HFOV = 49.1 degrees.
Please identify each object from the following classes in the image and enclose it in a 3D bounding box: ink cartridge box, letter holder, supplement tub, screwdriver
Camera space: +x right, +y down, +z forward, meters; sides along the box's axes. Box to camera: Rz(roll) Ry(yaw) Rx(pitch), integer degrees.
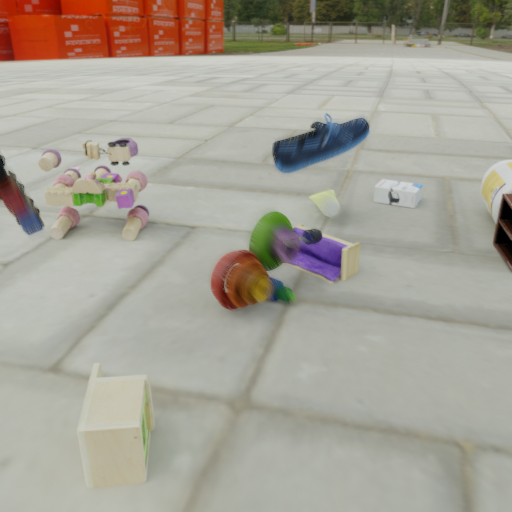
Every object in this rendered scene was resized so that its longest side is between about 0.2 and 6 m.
[{"bbox_3d":[3.155,-1.387,12.452,0.922,0.386,0.669,12,27,25],"label":"ink cartridge box"},{"bbox_3d":[5.241,-0.310,9.374,1.998,1.005,1.420,3,26,7],"label":"letter holder"},{"bbox_3d":[5.127,-1.183,11.016,1.205,1.205,1.657,4,25,9],"label":"supplement tub"},{"bbox_3d":[0.632,-0.266,8.211,0.255,0.244,1.751,23,13,23],"label":"screwdriver"}]

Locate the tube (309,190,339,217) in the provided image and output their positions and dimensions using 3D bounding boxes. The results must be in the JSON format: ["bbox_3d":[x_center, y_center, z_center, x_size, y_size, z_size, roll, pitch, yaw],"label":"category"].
[{"bbox_3d":[1.421,-1.150,11.557,0.419,0.375,1.445,25,15,-7],"label":"tube"}]

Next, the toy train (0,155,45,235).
[{"bbox_3d":[-2.880,-0.721,6.628,0.300,1.760,0.403,-27,68,-13],"label":"toy train"}]

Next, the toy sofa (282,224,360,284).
[{"bbox_3d":[1.011,-0.063,9.344,0.658,0.559,1.349,-20,31,-40],"label":"toy sofa"}]

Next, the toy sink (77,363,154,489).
[{"bbox_3d":[-1.333,1.606,5.517,0.597,0.695,1.066,-3,24,-6],"label":"toy sink"}]

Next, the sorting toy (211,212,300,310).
[{"bbox_3d":[0.187,0.191,8.117,0.751,1.099,1.829,19,49,37],"label":"sorting toy"}]

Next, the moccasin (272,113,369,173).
[{"bbox_3d":[1.228,-2.184,10.453,1.943,0.663,0.782,-27,29,-10],"label":"moccasin"}]

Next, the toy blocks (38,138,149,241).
[{"bbox_3d":[-2.982,-1.481,10.739,1.839,1.967,1.656,2,30,3],"label":"toy blocks"}]
